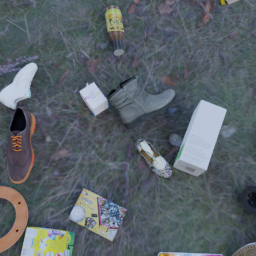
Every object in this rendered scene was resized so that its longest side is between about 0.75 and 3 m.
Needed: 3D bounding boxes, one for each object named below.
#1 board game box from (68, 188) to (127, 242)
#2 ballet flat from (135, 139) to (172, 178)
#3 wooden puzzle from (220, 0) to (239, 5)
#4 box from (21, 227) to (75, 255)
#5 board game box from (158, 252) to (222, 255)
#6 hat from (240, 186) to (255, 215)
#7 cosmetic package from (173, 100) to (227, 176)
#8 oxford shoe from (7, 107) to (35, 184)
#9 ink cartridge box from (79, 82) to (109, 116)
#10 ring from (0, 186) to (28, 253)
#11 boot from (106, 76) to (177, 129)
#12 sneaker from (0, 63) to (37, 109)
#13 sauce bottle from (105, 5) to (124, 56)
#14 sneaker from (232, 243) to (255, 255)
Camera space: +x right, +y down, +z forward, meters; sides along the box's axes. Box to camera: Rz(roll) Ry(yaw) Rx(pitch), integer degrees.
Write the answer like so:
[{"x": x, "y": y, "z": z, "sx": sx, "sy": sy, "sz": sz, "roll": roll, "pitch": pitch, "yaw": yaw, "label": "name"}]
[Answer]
[{"x": -1.036, "y": 2.982, "z": 9.687, "sx": 1.709, "sy": 0.296, "sz": 1.157, "roll": 25, "pitch": 72, "yaw": 9, "label": "board game box"}, {"x": 0.909, "y": 1.074, "z": 10.197, "sx": 0.644, "sy": 0.644, "sz": 1.790, "roll": -39, "pitch": 75, "yaw": -13, "label": "ballet flat"}, {"x": 4.728, "y": -6.101, "z": 12.980, "sx": 1.159, "sy": 0.135, "sz": 0.782, "roll": -18, "pitch": 76, "yaw": -6, "label": "wooden puzzle"}, {"x": -2.624, "y": 3.872, "z": 9.334, "sx": 1.628, "sy": 0.394, "sz": 0.955, "roll": 5, "pitch": 70, "yaw": 5, "label": "box"}, {"x": 2.064, "y": 5.191, "z": 8.920, "sx": 2.189, "sy": 0.283, "sz": 2.189, "roll": 2, "pitch": 70, "yaw": 1, "label": "board game box"}, {"x": 4.440, "y": 2.560, "z": 9.774, "sx": 1.091, "sy": 0.440, "sz": 1.091, "roll": -2, "pitch": 64, "yaw": 5, "label": "hat"}, {"x": 2.579, "y": 0.387, "z": 10.077, "sx": 1.016, "sy": 1.288, "sz": 2.394, "roll": 21, "pitch": 70, "yaw": 7, "label": "cosmetic package"}, {"x": -4.010, "y": 0.581, "z": 10.150, "sx": 0.989, "sy": 1.008, "sz": 2.779, "roll": -4, "pitch": 71, "yaw": -1, "label": "oxford shoe"}, {"x": -1.352, "y": -1.171, "z": 10.937, "sx": 0.680, "sy": 0.698, "sz": 1.086, "roll": -35, "pitch": 73, "yaw": -11, "label": "ink cartridge box"}, {"x": -4.549, "y": 3.110, "z": 9.539, "sx": 2.258, "sy": 0.217, "sz": 2.258, "roll": 2, "pitch": 60, "yaw": -4, "label": "ring"}, {"x": 0.575, "y": -1.222, "z": 10.409, "sx": 2.531, "sy": 0.857, "sz": 1.653, "roll": -33, "pitch": 108, "yaw": -16, "label": "boot"}, {"x": -4.157, "y": -1.638, "z": 11.179, "sx": 0.896, "sy": 0.762, "sz": 2.025, "roll": 37, "pitch": 81, "yaw": 0, "label": "sneaker"}, {"x": -0.522, "y": -4.165, "z": 11.993, "sx": 0.718, "sy": 0.718, "sz": 2.219, "roll": -9, "pitch": 72, "yaw": -3, "label": "sauce bottle"}, {"x": 4.834, "y": 3.860, "z": 9.144, "sx": 2.956, "sy": 1.663, "sz": 1.053, "roll": -32, "pitch": 74, "yaw": 21, "label": "sneaker"}]
